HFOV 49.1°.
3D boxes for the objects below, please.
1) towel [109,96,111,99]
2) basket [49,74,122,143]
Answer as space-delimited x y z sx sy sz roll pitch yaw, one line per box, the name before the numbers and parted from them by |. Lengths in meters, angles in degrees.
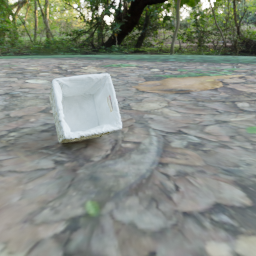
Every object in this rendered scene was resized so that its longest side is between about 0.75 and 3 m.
towel | -1.458 -1.345 11.397 1.302 0.148 0.938 -9 35 -32
basket | -1.061 -0.409 6.573 1.386 1.374 1.115 -10 -8 -25
